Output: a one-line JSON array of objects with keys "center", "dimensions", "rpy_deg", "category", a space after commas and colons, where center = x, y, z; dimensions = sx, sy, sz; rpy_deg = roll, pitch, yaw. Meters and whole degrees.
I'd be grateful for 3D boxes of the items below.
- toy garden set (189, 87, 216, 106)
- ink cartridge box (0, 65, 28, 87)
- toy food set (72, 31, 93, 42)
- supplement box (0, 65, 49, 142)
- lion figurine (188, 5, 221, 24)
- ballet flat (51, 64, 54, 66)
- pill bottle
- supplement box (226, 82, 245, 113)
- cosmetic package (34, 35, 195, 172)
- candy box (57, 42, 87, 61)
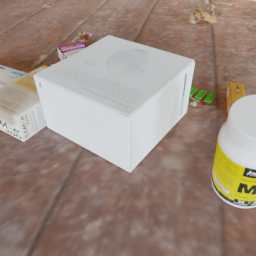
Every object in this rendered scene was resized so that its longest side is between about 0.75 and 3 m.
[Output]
[{"center": [1.966, -0.901, 8.472], "dimensions": [1.084, 0.216, 0.904], "rpy_deg": [22, 43, 24], "category": "toy garden set"}, {"center": [-4.449, -1.289, 8.698], "dimensions": [2.287, 0.511, 2.015], "rpy_deg": [18, 42, 21], "category": "ink cartridge box"}, {"center": [-1.949, -4.055, 12.305], "dimensions": [0.717, 0.178, 1.128], "rpy_deg": [8, 40, 10], "category": "toy food set"}, {"center": [-2.587, -0.785, 7.791], "dimensions": [1.456, 0.849, 2.310], "rpy_deg": [23, 44, 24], "category": "supplement box"}, {"center": [3.768, -5.407, 13.625], "dimensions": [1.686, 0.611, 1.033], "rpy_deg": [7, 55, -1], "category": "lion figurine"}, {"center": [-2.645, -2.075, 9.833], "dimensions": [0.299, 0.299, 0.806], "rpy_deg": [1, 39, 1], "category": "ballet flat"}, {"center": [2.218, 0.485, 5.105], "dimensions": [1.202, 2.102, 1.202], "rpy_deg": [-5, 49, 6], "category": "pill bottle"}, {"center": [3.166, -0.848, 8.224], "dimensions": [0.433, 0.448, 1.302], "rpy_deg": [10, 42, 11], "category": "supplement box"}, {"center": [-0.266, -0.819, 7.150], "dimensions": [2.790, 1.721, 2.799], "rpy_deg": [25, 46, 27], "category": "cosmetic package"}, {"center": [-1.865, -2.598, 10.311], "dimensions": [1.028, 0.460, 1.507], "rpy_deg": [-19, 43, -21], "category": "candy box"}]
